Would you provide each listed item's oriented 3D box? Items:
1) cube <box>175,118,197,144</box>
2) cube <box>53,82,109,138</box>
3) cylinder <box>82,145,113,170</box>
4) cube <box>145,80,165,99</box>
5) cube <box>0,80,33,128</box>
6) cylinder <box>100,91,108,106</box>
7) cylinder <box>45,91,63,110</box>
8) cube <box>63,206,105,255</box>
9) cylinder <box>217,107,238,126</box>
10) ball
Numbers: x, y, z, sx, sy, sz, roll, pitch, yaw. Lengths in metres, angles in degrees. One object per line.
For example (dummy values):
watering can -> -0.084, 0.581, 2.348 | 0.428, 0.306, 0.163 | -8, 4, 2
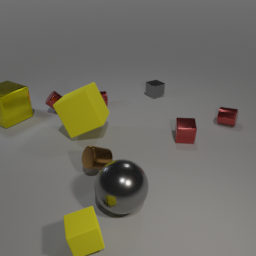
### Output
cube -> 2.132, 0.096, 10.414 | 0.700, 0.700, 0.700 | 3, 37, 5
cube -> -1.702, -0.703, 10.587 | 1.400, 1.400, 1.400 | -21, 18, 14
cylinder -> -0.946, 0.924, 8.586 | 0.700, 0.700, 0.700 | 13, 16, -41
cube -> 1.370, -1.973, 14.205 | 0.700, 0.700, 0.700 | -19, 34, -30
cube -> -5.092, -1.031, 11.790 | 1.400, 1.400, 1.400 | 18, 34, 29
cylinder -> -1.352, -1.344, 13.071 | 0.700, 0.700, 0.700 | -8, 30, -14
cylinder -> -3.170, -1.167, 12.392 | 0.700, 0.700, 0.700 | 37, 14, -29
cube -> -0.992, 2.330, 6.288 | 0.700, 0.700, 0.700 | -17, 30, -9
cylinder -> 4.086, -0.480, 11.478 | 0.700, 0.700, 0.700 | 11, 31, 27
ball -> -0.167, 1.509, 7.260 | 1.400, 1.400, 1.400 | 0, 29, 0
